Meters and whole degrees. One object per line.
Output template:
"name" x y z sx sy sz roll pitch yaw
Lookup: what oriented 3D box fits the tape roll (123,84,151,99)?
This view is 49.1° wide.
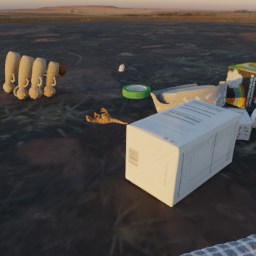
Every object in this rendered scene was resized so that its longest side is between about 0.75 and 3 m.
"tape roll" 0.328 -1.396 10.637 1.057 0.254 1.057 0 24 0

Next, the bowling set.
"bowling set" -3.204 -1.762 10.459 2.026 1.562 2.911 3 16 -42

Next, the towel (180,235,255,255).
"towel" 1.636 2.001 2.483 1.927 0.996 2.327 -8 26 -14

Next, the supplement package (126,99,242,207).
"supplement package" 1.151 0.356 5.700 2.198 1.250 1.204 -21 34 -40

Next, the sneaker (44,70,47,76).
"sneaker" -4.014 -2.621 13.147 0.777 0.344 0.299 -17 30 -31

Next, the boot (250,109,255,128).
"boot" 4.162 -0.324 7.897 1.678 0.610 0.758 -19 26 -37

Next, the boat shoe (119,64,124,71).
"boat shoe" -0.304 -3.067 14.219 0.270 0.246 0.750 3 25 7

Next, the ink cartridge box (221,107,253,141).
"ink cartridge box" 2.637 -0.170 7.687 1.238 0.519 1.087 6 26 12

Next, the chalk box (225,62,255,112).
"chalk box" 4.428 -1.258 9.118 1.305 1.314 2.106 -15 30 -29

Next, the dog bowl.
"dog bowl" 1.858 -0.915 8.507 2.295 0.673 2.295 -8 10 1

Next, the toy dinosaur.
"toy dinosaur" -0.592 -0.245 7.907 1.147 0.346 0.609 2 45 -4
